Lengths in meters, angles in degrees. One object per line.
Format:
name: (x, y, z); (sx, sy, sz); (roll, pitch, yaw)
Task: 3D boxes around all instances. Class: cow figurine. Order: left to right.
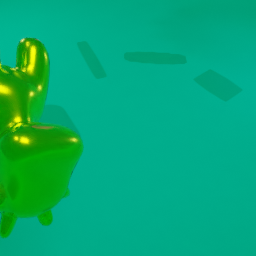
cow figurine: (-1.071, -0.008, 2.308); (1.571, 0.863, 1.546); (-3, 86, 37)
